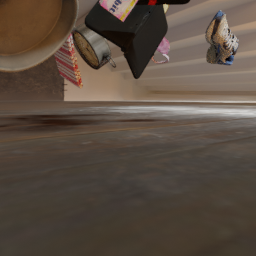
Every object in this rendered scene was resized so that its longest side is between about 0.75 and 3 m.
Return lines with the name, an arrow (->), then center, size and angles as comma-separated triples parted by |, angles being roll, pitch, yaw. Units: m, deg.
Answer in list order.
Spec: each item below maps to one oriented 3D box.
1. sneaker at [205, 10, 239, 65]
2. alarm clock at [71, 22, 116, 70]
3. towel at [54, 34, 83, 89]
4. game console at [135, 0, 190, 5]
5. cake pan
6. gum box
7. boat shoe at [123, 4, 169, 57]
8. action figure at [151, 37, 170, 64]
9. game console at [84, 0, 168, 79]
sneaker -> 3.112, -2.810, 8.970 | 0.952, 0.861, 2.234 | 29, -11, 27
alarm clock -> -1.241, -3.080, 10.873 | 0.873, 1.769, 2.623 | -36, 58, -14
towel -> -2.180, -2.557, 9.868 | 0.320, 2.140, 1.566 | -29, 43, -25
game console -> 0.657, -3.418, 5.774 | 2.125, 0.373, 2.403 | -6, -12, -10
cake pan -> -2.343, -2.430, 6.475 | 0.486, 2.651, 2.651 | 48, 23, 13
gum box -> -0.052, -2.586, 5.267 | 0.537, 0.946, 0.313 | 27, 26, -30
boat shoe -> 0.492, -3.661, 10.221 | 0.843, 2.602, 0.953 | 34, -7, -15
action figure -> 0.737, -3.765, 11.429 | 1.475, 1.640, 2.202 | -4, -18, 31
game console -> 0.076, -3.080, 8.426 | 2.072, 2.356, 1.371 | 30, -20, -2
